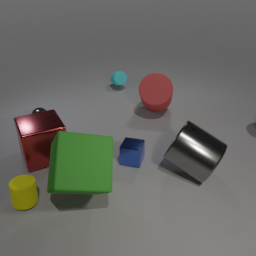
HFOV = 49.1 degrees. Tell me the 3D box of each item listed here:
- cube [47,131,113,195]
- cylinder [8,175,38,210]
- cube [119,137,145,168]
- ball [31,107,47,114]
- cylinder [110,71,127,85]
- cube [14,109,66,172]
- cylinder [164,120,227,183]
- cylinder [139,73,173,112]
[{"bbox_3d":[-1.261,0.974,7.272,1.400,1.400,1.400,7,-17,-20],"label":"cube"},{"bbox_3d":[-2.883,1.770,7.753,0.700,0.700,0.700,1,25,0],"label":"cylinder"},{"bbox_3d":[0.147,0.810,9.407,0.700,0.700,0.700,7,30,15],"label":"cube"},{"bbox_3d":[-3.663,-0.507,11.658,0.700,0.700,0.700,0,31,0],"label":"ball"},{"bbox_3d":[-0.499,-2.602,14.698,0.700,0.700,0.700,-12,11,-19],"label":"cylinder"},{"bbox_3d":[-2.903,0.385,9.463,1.400,1.400,1.400,-15,34,-23],"label":"cube"},{"bbox_3d":[2.036,0.706,8.549,1.400,1.400,1.400,34,40,10],"label":"cylinder"},{"bbox_3d":[1.208,-1.496,12.041,1.400,1.400,1.400,5,-7,8],"label":"cylinder"}]
